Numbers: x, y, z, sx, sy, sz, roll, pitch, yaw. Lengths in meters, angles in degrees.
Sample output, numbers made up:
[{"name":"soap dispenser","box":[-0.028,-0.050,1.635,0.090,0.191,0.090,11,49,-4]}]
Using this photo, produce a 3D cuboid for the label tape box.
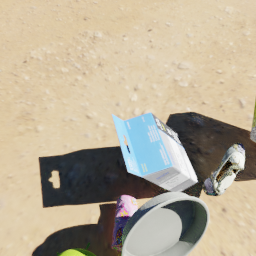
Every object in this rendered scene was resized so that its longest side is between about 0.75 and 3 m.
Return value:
[{"name":"label tape box","box":[0.709,0.532,6.766,0.713,2.252,1.624,-33,51,20]}]

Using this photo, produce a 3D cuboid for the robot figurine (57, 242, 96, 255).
[{"name":"robot figurine","box":[-0.994,3.226,5.300,1.701,1.122,1.939,-16,48,2]}]

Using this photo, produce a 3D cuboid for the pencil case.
[{"name":"pencil case","box":[-0.072,2.206,6.528,0.540,0.540,1.236,3,52,2]}]

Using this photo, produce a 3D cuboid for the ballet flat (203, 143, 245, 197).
[{"name":"ballet flat","box":[2.510,1.034,6.871,0.591,0.591,1.644,35,73,25]}]

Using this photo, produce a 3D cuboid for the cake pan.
[{"name":"cake pan","box":[0.704,2.035,5.496,1.940,1.940,0.356,-21,34,-16]}]

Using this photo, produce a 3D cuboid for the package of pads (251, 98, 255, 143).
[{"name":"package of pads","box":[4.048,-0.411,7.229,0.769,2.255,1.742,-6,20,-12]}]
